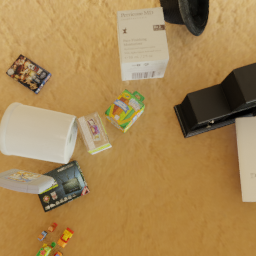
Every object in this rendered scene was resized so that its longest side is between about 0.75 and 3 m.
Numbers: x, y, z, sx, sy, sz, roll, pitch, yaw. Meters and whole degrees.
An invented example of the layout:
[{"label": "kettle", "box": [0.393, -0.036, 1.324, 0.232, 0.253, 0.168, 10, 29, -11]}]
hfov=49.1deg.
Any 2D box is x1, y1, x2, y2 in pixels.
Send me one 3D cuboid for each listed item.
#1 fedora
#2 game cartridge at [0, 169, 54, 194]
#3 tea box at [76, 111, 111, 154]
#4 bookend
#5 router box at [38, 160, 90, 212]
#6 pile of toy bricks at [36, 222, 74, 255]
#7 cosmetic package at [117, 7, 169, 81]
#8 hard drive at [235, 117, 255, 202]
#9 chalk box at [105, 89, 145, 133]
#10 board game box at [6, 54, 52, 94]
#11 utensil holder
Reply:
[{"label": "fedora", "box": [2.043, -4.760, 10.525, 1.341, 2.936, 2.936, 3, 77, 31]}, {"label": "game cartridge", "box": [-2.846, 1.426, 7.572, 1.409, 0.938, 0.293, 10, 93, 12]}, {"label": "tea box", "box": [-1.191, 0.201, 9.942, 0.805, 1.186, 1.206, -21, 79, -4]}, {"label": "bookend", "box": [3.304, -0.909, 9.305, 2.881, 2.899, 1.335, -17, 79, -4]}, {"label": "router box", "box": [-2.353, 2.046, 9.907, 1.674, 0.520, 1.254, -25, 80, -5]}, {"label": "pile of toy bricks", "box": [-2.714, 4.121, 9.264, 1.070, 0.952, 1.929, 33, 80, 6]}, {"label": "cosmetic package", "box": [0.490, -3.035, 10.346, 1.673, 1.674, 2.029, -6, 79, -1]}, {"label": "hard drive", "box": [4.777, 1.019, 9.504, 1.897, 0.365, 2.875, -3, 74, 15]}, {"label": "chalk box", "box": [-0.007, -0.718, 10.258, 0.944, 0.938, 1.513, 39, 81, 7]}, {"label": "board game box", "box": [-3.853, -2.097, 10.886, 1.447, 0.250, 0.980, 32, 80, 6]}, {"label": "utensil holder", "box": [-2.981, 0.207, 9.658, 2.148, 1.825, 1.825, 10, 79, -1]}]
